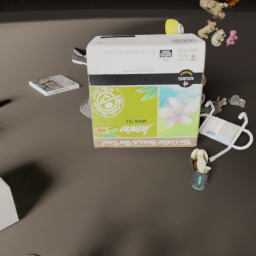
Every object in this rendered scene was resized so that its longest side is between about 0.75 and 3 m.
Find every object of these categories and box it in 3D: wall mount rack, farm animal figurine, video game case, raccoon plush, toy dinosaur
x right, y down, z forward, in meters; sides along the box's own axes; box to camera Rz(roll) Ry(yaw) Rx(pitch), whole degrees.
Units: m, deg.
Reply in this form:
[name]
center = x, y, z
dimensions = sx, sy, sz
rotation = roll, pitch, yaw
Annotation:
[wall mount rack]
center = 2.494, 0.147, 8.293
dimensions = 2.035, 0.759, 1.768
rotation = 29, 79, 43
[farm animal figurine]
center = 2.515, -3.051, 7.967
dimensions = 1.118, 1.384, 0.696
rotation = -8, 23, -10
[video game case]
center = -3.360, -1.965, 12.727
dimensions = 1.621, 0.204, 1.779
rotation = -21, 36, -34
[raccoon plush]
center = 4.132, -0.926, 10.819
dimensions = 0.770, 0.373, 0.516
rotation = -29, 44, 7
[toy dinosaur]
center = 2.711, -0.636, 9.983
dimensions = 1.745, 0.672, 0.892
rotation = -8, 15, 0

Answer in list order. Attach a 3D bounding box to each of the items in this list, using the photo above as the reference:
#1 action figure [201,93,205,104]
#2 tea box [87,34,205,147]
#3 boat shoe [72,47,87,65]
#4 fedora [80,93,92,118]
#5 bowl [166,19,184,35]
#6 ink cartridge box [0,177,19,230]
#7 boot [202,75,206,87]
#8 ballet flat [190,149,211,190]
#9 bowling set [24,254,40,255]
[action figure]
center = 1.607, -1.342, 10.879
dimensions = 2.246, 1.504, 1.672
rotation = -4, 52, -8
[tea box]
center = 0.484, -1.122, 8.169
dimensions = 2.963, 2.915, 1.980
rotation = -1, 25, 2
[boat shoe]
center = -2.015, -4.046, 15.879
dimensions = 2.743, 0.860, 0.996
rotation = 14, 31, 23
[fedora]
center = -0.661, -1.258, 10.512
dimensions = 2.318, 1.047, 2.050
rotation = -15, 31, -25
[bowl]
center = 1.730, -3.522, 10.101
dimensions = 0.455, 0.845, 0.845
rotation = -3, 24, 31
[ink cartridge box]
center = -3.498, 1.603, 5.335
dimensions = 2.148, 0.920, 1.585
rotation = -26, 38, -37
[boot]
center = 2.573, -2.657, 13.133
dimensions = 2.983, 1.144, 2.316
rotation = 7, 30, 38
[ballet flat]
center = 1.840, 0.877, 7.085
dimensions = 0.578, 0.578, 1.582
rotation = 6, 29, 11
[bowling set]
center = -0.395, 2.659, 2.808
dimensions = 2.691, 1.444, 1.873
rotation = 7, 29, 14
